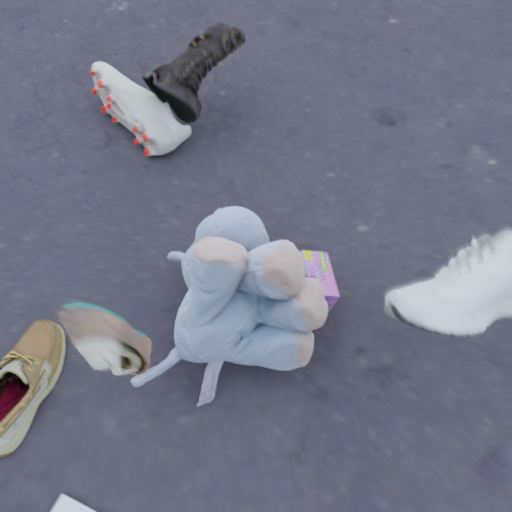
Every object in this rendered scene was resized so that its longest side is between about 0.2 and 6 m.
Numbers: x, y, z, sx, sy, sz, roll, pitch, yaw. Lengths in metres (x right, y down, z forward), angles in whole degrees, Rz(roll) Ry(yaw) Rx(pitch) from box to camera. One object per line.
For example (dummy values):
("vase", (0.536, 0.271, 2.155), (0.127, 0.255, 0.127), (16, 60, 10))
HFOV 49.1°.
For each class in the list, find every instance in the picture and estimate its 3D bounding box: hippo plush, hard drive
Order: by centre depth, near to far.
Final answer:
("hard drive", (-2.355, 3.515, 6.722), (0.690, 0.137, 1.046), (20, 56, 14))
("hippo plush", (-0.236, 0.521, 8.075), (2.131, 2.675, 2.151), (21, 26, -15))

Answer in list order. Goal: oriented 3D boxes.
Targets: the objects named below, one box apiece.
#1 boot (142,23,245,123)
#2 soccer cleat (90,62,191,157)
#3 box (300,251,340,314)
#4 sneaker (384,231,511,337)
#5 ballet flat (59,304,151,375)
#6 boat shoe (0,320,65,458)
("boot", (-0.970, -3.430, 9.998), (1.908, 0.759, 2.192), (-39, 44, -4))
("soccer cleat", (-2.339, -2.957, 11.075), (1.018, 0.909, 2.624), (-31, 66, -26))
("box", (0.797, 0.515, 8.394), (0.443, 0.916, 0.806), (3, 51, -17))
("sneaker", (2.593, 0.282, 6.547), (2.504, 1.091, 0.933), (-9, 11, -20))
("ballet flat", (-1.696, 1.068, 6.611), (0.615, 1.808, 0.608), (-11, 67, 13))
("boat shoe", (-3.238, 1.699, 7.720), (0.746, 0.669, 2.017), (7, 54, 5))
